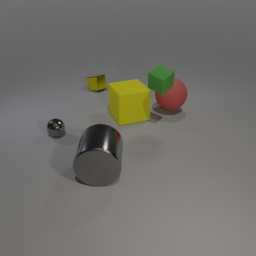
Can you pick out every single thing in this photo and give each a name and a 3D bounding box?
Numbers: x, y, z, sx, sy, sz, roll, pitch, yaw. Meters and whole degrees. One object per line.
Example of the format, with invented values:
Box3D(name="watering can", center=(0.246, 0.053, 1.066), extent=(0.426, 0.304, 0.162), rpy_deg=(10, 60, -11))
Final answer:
Box3D(name="ball", center=(-2.752, -0.016, 10.693), extent=(0.700, 0.700, 0.700), rpy_deg=(0, 30, 0))
Box3D(name="cube", center=(1.211, -1.769, 10.250), extent=(0.700, 0.700, 0.700), rpy_deg=(31, 56, 27))
Box3D(name="cube", center=(-1.629, -2.400, 14.725), extent=(0.700, 0.700, 0.700), rpy_deg=(6, 24, 39))
Box3D(name="cylinder", center=(-0.872, 0.808, 8.578), extent=(1.400, 1.400, 1.400), rpy_deg=(1, 31, 1))
Box3D(name="cube", center=(0.041, -1.128, 11.975), extent=(1.400, 1.400, 1.400), rpy_deg=(-11, 31, -18))
Box3D(name="ball", center=(1.889, -1.493, 12.266), extent=(1.400, 1.400, 1.400), rpy_deg=(0, 30, 0))
